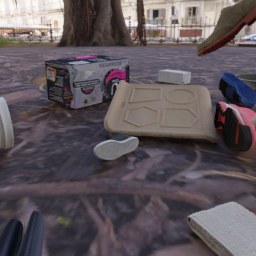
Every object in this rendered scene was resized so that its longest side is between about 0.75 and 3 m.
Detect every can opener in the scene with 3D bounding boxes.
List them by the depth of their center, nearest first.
[{"bbox_3d":[-1.146,1.409,2.724,0.672,0.833,2.120,-9,11,-2],"label":"can opener"}]

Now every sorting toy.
[{"bbox_3d":[0.923,-0.487,7.665,2.736,0.499,2.532,7,37,6],"label":"sorting toy"}]

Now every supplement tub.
[{"bbox_3d":[-3.335,0.043,5.561,1.800,1.300,1.300,-12,23,-30],"label":"supplement tub"}]

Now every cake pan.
[{"bbox_3d":[6.230,-2.158,13.108,2.448,0.449,2.448,0,19,0],"label":"cake pan"}]

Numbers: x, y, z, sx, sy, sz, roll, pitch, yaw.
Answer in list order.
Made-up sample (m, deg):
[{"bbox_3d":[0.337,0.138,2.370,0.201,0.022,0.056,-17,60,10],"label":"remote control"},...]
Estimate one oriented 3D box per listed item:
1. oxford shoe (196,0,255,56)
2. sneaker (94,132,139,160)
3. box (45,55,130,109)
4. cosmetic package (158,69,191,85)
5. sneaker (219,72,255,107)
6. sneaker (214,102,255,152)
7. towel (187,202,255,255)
[{"bbox_3d":[2.572,-2.697,7.344,2.015,0.753,0.710,-36,-8,23],"label":"oxford shoe"},{"bbox_3d":[-0.379,0.371,6.041,0.592,0.422,1.193,16,19,42],"label":"sneaker"},{"bbox_3d":[-1.427,-1.795,10.466,1.766,1.534,2.673,19,28,40],"label":"box"},{"bbox_3d":[2.326,-2.575,14.083,1.455,0.590,0.821,14,22,37],"label":"cosmetic package"},{"bbox_3d":[4.023,-1.262,10.381,0.700,0.778,1.997,-4,41,-13],"label":"sneaker"},{"bbox_3d":[2.805,-0.151,6.767,1.039,0.883,2.396,3,19,5],"label":"sneaker"},{"bbox_3d":[1.459,1.373,3.440,0.869,0.226,1.312,-7,20,-25],"label":"towel"}]
